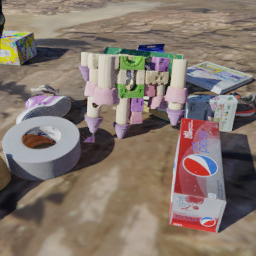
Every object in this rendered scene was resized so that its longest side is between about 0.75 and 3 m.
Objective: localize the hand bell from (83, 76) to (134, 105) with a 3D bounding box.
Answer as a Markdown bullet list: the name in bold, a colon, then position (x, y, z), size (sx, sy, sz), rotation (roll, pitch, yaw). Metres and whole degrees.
- **hand bell**: position (-0.570, -1.166, 9.699), size (2.016, 1.050, 1.050), rotation (-17, 34, -3)

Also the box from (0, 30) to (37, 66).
- **box**: position (-5.741, -3.901, 13.520), size (1.896, 1.157, 1.826), rotation (5, 32, 7)

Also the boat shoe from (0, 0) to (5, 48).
- **boat shoe**: position (-3.422, -2.601, 6.663), size (0.892, 2.713, 0.969), rotation (19, 33, 17)

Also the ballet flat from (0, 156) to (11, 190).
- **ballet flat**: position (-3.488, 1.420, 5.291), size (0.983, 0.903, 2.865), rotation (15, 35, 18)

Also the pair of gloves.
- **pair of gloves**: position (-2.470, -1.129, 9.268), size (1.020, 0.210, 1.199), rotation (0, -16, 38)

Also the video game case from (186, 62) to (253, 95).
- **video game case**: position (3.483, -2.122, 11.535), size (2.145, 0.260, 2.356), rotation (-23, 38, -32)

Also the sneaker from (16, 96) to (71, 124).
- **sneaker**: position (-2.831, -0.460, 8.516), size (1.228, 0.781, 2.155), rotation (10, 23, 21)

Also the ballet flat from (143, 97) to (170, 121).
- **ballet flat**: position (0.902, -0.677, 8.989), size (1.660, 0.523, 0.570), rotation (20, 37, 28)

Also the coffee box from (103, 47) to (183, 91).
- **coffee box**: position (0.612, -2.092, 10.169), size (2.788, 1.714, 0.613), rotation (10, 71, 17)

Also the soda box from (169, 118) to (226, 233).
- **soda box**: position (1.521, 0.854, 6.207), size (0.976, 0.884, 2.789), rotation (8, 32, 11)

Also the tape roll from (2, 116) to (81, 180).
- **tape roll**: position (-2.116, 0.449, 7.004), size (1.829, 0.604, 1.829), rotation (2, 36, -1)

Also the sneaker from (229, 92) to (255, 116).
- **sneaker**: position (3.160, -0.804, 8.923), size (1.958, 0.802, 0.754), rotation (-7, 33, -11)

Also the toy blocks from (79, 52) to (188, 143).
- **toy blocks**: position (-0.037, -0.831, 7.804), size (2.574, 2.319, 2.755), rotation (-4, 17, -23)

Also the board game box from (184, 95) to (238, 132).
- **board game box**: position (2.357, -0.408, 8.113), size (1.365, 1.007, 0.439), rotation (0, 30, -1)

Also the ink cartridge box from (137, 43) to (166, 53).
- **ink cartridge box**: position (0.720, -2.599, 10.938), size (1.054, 0.416, 2.121), rotation (-6, -12, -10)
